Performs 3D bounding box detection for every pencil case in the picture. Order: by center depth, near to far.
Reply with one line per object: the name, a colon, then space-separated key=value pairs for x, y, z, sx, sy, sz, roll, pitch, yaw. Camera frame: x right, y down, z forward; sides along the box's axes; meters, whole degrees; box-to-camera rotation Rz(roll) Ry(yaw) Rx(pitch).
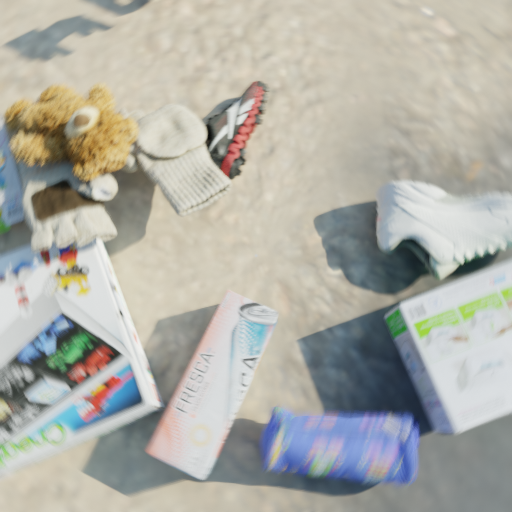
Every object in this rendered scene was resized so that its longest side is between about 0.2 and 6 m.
pencil case: x=1.180 y=2.609 z=7.779 sx=2.202 sy=0.957 sz=0.859 roll=5 pitch=39 yaw=1

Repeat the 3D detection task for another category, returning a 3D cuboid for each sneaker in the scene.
sneaker: x=3.174 y=-0.261 z=8.693 sx=2.784 sy=1.085 sz=1.383 roll=9 pitch=81 yaw=12
sneaker: x=-0.398 y=-2.214 z=9.347 sx=0.894 sy=0.647 sz=1.830 roll=21 pitch=76 yaw=4

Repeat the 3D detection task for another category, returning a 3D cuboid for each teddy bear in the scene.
teddy bear: x=-2.975 y=-2.122 z=8.745 sx=1.883 sy=0.867 sz=2.598 roll=-18 pitch=42 yaw=-19

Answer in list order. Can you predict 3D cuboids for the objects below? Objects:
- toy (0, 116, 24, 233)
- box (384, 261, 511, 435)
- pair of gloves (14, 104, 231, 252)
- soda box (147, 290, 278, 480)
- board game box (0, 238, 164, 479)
toy: x=-4.400 y=-1.289 z=9.147 sx=1.165 sy=0.478 sz=2.024 roll=-21 pitch=74 yaw=2
box: x=3.308 y=1.281 z=8.133 sx=2.150 sy=1.040 sz=1.897 roll=-21 pitch=75 yaw=-6
pair of gloves: x=-2.172 y=-1.363 z=8.665 sx=3.085 sy=0.541 sz=2.624 roll=-21 pitch=52 yaw=-8
soda box: x=-0.571 y=1.836 z=8.103 sx=0.868 sy=0.807 sz=2.538 roll=24 pitch=76 yaw=7
board game box: x=-4.064 y=1.741 z=8.117 sx=4.675 sy=0.809 sz=2.951 roll=-22 pitch=75 yaw=-6
